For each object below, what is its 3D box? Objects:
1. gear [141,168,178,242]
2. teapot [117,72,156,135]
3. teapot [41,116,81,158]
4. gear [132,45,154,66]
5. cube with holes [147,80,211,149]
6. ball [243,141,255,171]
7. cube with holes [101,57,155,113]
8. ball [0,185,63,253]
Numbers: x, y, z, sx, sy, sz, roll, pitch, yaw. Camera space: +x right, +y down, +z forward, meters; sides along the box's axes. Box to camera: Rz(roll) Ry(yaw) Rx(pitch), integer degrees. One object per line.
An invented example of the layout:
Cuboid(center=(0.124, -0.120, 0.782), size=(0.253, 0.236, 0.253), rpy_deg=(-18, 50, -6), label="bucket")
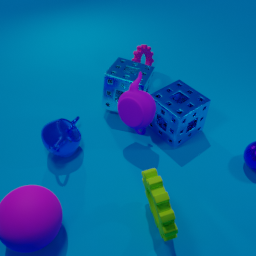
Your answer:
Cuboid(center=(0.674, 1.665, 6.184), size=(0.283, 1.533, 1.533), rpy_deg=(-16, 48, -6), label="gear")
Cuboid(center=(0.289, -0.609, 7.680), size=(1.104, 1.776, 0.869), rpy_deg=(9, 27, 36), label="teapot")
Cuboid(center=(-1.794, 0.187, 7.906), size=(1.149, 0.905, 1.848), rpy_deg=(44, 22, -13), label="teapot")
Cuboid(center=(0.575, -2.534, 10.547), size=(0.211, 1.139, 1.139), rpy_deg=(15, 45, 36), label="gear")
Cuboid(center=(1.467, -0.430, 8.440), size=(1.263, 1.263, 1.263), rpy_deg=(-29, 53, -26), label="cube with holes")
Cuboid(center=(3.586, 0.764, 7.572), size=(0.863, 0.863, 0.863), rpy_deg=(0, 46, 0), label="ball")
Cuboid(center=(0.002, -1.319, 9.115), size=(1.271, 1.271, 1.271), rpy_deg=(18, 41, 9), label="cube with holes")
Cuboid(center=(-2.125, 1.941, 6.062), size=(1.384, 1.384, 1.384), rpy_deg=(0, 46, 0), label="ball")
